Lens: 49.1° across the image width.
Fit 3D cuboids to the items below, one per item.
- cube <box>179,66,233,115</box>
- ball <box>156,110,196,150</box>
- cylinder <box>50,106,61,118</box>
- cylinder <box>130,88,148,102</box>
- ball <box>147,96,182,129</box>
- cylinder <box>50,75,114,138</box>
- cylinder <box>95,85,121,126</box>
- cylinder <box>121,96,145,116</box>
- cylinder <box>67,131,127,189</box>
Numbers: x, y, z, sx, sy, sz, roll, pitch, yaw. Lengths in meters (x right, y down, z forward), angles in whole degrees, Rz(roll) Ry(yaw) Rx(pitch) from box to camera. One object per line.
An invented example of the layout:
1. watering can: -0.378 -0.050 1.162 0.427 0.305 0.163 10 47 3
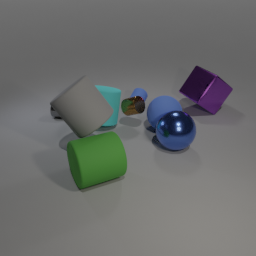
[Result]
1. cube: 3.441 -1.679 12.447 1.400 1.400 1.400 24 14 -38
2. ball: 1.674 0.082 9.805 1.400 1.400 1.400 0 29 0
3. cylinder: -2.901 -0.794 12.142 0.700 0.700 0.700 7 29 8
4. cylinder: 0.460 -1.360 12.848 0.700 0.700 0.700 12 52 21
5. ball: 1.436 -0.573 11.016 1.400 1.400 1.400 0 29 0
6. cylinder: -1.396 -0.649 8.567 1.400 1.400 1.400 -34 17 12
7. cylinder: -1.048 -0.925 11.357 1.400 1.400 1.400 7 15 -2
8. cylinder: 0.203 -0.872 11.067 0.700 0.700 0.700 -8 17 43
9. cylinder: -0.939 0.921 8.294 1.400 1.400 1.400 -13 31 -23
